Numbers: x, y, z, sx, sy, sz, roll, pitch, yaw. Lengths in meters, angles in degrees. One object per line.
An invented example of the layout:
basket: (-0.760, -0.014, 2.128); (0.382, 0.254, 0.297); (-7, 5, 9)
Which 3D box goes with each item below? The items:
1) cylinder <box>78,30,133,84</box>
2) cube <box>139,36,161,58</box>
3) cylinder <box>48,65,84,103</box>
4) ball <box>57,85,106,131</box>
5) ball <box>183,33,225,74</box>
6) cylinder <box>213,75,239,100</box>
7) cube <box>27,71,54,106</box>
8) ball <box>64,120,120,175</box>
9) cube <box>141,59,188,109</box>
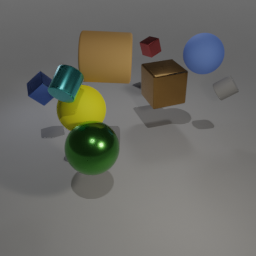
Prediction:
cylinder: (-0.606, -1.984, 7.894); (1.400, 1.400, 1.400); (2, 31, -1)
cube: (1.098, -3.959, 13.656); (0.700, 0.700, 0.700); (-37, 42, -21)
cylinder: (-1.541, -1.096, 6.997); (0.700, 0.700, 0.700); (12, 68, 18)
ball: (-1.332, -0.536, 8.046); (1.400, 1.400, 1.400); (0, 31, 0)
ball: (2.636, -2.588, 9.791); (1.400, 1.400, 1.400); (0, 31, 0)
cylinder: (3.578, -1.472, 10.261); (0.700, 0.700, 0.700); (-29, 20, 26)
cube: (-2.891, -1.325, 9.444); (0.700, 0.700, 0.700); (-37, 48, 15)
ball: (-0.914, 0.506, 7.180); (1.400, 1.400, 1.400); (0, 31, 0)
cube: (1.413, -1.782, 11.231); (1.400, 1.400, 1.400); (-12, 36, -14)
